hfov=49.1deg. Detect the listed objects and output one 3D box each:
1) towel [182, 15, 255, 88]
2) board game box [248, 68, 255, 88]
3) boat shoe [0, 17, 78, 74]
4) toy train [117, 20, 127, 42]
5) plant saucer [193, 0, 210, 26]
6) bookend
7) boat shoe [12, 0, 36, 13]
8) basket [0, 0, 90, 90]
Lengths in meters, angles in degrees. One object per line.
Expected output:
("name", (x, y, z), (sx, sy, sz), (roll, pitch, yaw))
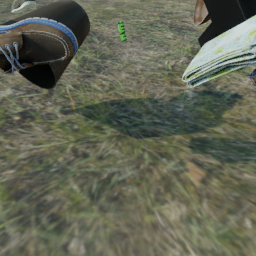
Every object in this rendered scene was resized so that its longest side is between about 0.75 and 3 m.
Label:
("towel", (1.827, -1.432, 5.012), (1.436, 0.404, 1.678), (-17, 26, 45))
("board game box", (3.468, -1.391, 6.917), (0.938, 0.636, 0.162), (-47, 29, -2))
("boat shoe", (-2.042, -1.360, 4.998), (2.335, 0.843, 0.845), (3, 48, 18))
("toy train", (-0.217, -3.468, 10.031), (0.223, 0.790, 0.165), (-15, -8, 18))
("plant saucer", (2.504, -4.010, 8.258), (0.328, 2.046, 2.046), (16, 33, -8))
("bookend", (2.497, -2.707, 6.798), (1.093, 2.359, 2.374), (-19, -5, -8))
("boat shoe", (-1.811, -2.143, 4.804), (0.275, 0.230, 0.771), (-23, 20, -36))
("basket", (-2.032, -2.382, 7.349), (1.422, 1.885, 2.090), (-18, 33, 48))
